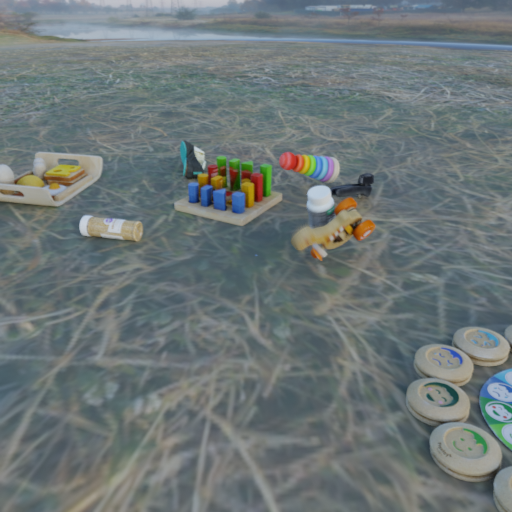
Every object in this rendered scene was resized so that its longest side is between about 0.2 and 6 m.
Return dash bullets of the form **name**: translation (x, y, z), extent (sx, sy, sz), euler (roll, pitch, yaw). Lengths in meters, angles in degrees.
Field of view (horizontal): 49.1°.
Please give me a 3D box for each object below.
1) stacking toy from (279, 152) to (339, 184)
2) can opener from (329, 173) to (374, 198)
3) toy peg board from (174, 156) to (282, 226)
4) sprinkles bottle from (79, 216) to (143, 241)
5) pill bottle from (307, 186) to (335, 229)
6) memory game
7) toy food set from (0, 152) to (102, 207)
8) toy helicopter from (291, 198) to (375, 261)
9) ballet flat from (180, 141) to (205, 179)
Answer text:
- **stacking toy**: translation (1.211, -2.139, 13.351), extent (1.514, 0.646, 0.646), euler (5, 22, -29)
- **can opener**: translation (2.157, -1.537, 12.789), extent (1.452, 0.571, 0.460), euler (-17, 15, -38)
- **toy peg board**: translation (-0.613, -1.556, 12.586), extent (1.816, 0.888, 1.808), euler (14, 30, 27)
- **sprinkles bottle**: translation (-2.871, -0.544, 11.108), extent (1.196, 0.408, 0.408), euler (7, 27, 12)
- **pill bottle**: translation (1.206, -0.826, 10.367), extent (0.493, 0.872, 0.493), euler (-8, 41, 7)
- **memory game**: translation (3.672, 1.851, 6.515), extent (3.778, 0.241, 3.778), euler (0, 26, 0)
- **toy food set**: translation (-5.178, -1.991, 13.521), extent (1.940, 0.817, 2.703), euler (6, 27, 11)
- **toy helicopter**: translation (1.172, -0.333, 9.779), extent (1.779, 1.176, 0.702), euler (-12, 59, -48)
- **ballet flat**: translation (-1.681, -2.526, 14.949), extent (0.617, 0.614, 1.805), euler (4, 35, -14)
